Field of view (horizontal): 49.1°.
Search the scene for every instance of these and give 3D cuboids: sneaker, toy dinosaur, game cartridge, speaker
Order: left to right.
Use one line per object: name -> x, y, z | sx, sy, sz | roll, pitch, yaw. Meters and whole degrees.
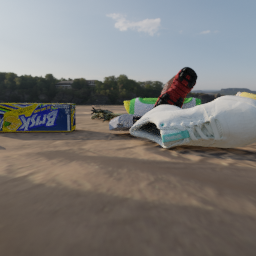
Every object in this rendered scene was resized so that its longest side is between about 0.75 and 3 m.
toy dinosaur -> -1.016, -0.603, 13.344 | 2.700, 0.641, 1.190 | 9, 4, 40
game cartridge -> 0.576, -0.118, 8.306 | 2.142, 0.438, 1.426 | 1, -9, -16
speaker -> 1.419, -0.613, 10.718 | 2.633, 1.165, 1.165 | 1, 6, 11
sneaker -> 1.507, -1.070, 9.701 | 0.810, 2.291, 1.119 | 39, -20, -7
sneaker -> 1.314, 0.044, 5.883 | 1.316, 1.119, 2.975 | -22, 13, -41

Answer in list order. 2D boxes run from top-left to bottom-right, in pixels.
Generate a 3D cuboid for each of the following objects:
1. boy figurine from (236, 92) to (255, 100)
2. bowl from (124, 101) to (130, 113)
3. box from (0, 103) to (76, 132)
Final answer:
boy figurine -> 5.145, -0.921, 10.965 | 1.827, 0.947, 2.939 | 32, -4, 3
bowl -> 0.719, -0.816, 13.244 | 1.813, 0.975, 1.813 | -2, 5, 0
box -> -3.211, -0.364, 9.196 | 2.884, 0.927, 1.010 | -1, 5, -2
